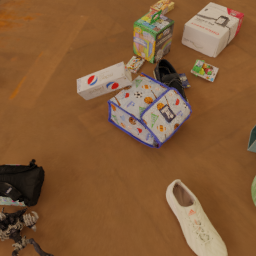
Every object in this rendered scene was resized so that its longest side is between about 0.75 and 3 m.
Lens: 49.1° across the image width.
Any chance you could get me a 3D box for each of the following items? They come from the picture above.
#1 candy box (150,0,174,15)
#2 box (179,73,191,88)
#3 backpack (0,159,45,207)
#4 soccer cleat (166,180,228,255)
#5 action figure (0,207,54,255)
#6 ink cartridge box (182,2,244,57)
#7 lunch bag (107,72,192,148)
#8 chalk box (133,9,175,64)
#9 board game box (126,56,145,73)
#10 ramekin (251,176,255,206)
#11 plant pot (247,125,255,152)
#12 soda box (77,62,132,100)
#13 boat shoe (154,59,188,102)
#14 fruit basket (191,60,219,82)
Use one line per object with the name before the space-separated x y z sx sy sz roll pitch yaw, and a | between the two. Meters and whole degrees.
candy box | 1.952 -6.896 16.030 0.759 0.364 1.314 36 60 24
box | 2.386 -2.061 12.452 0.555 0.148 0.916 -8 52 -6
backpack | -3.669 1.823 8.849 1.790 1.133 1.493 3 47 3
soccer cleat | 1.947 2.724 8.228 0.912 1.021 2.633 -23 56 -17
action figure | -3.138 2.989 7.904 2.400 1.225 1.426 38 48 25
ink cartridge box | 4.251 -4.982 14.075 1.949 1.119 2.683 32 59 22
lunch bag | 0.826 -0.636 10.461 2.517 1.559 2.140 36 62 23
chalk box | 1.160 -4.397 12.944 1.365 2.205 1.372 36 60 24
board game box | 0.313 -2.974 13.144 0.592 0.162 0.937 22 55 17
ramekin | 5.122 1.983 8.679 2.449 1.196 2.449 0 52 0
plant pot | 5.088 0.368 10.098 1.038 1.019 1.017 22 55 9
soda box | -0.892 -1.726 10.464 2.007 0.683 0.639 -16 63 20
boat shoe | 1.789 -1.851 11.851 1.041 0.869 2.790 -10 54 -10
fruit basket | 3.491 -2.642 12.686 1.085 0.508 1.005 23 56 13
